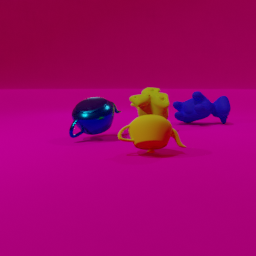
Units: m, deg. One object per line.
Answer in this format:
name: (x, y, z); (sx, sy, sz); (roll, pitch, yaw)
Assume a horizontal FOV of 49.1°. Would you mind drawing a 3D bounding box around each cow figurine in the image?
cow figurine: (2.577, -0.604, 9.602); (1.718, 0.943, 1.690); (-23, -30, 34)

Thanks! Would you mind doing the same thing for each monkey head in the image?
monkey head: (0.553, -0.546, 7.959); (1.220, 1.021, 1.695); (-13, 41, -34)

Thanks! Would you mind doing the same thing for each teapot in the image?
teapot: (-0.781, -0.264, 6.912); (1.052, 0.828, 1.692); (19, 41, 39)
teapot: (0.472, 0.155, 5.353); (1.351, 0.661, 0.840); (4, -21, -11)
